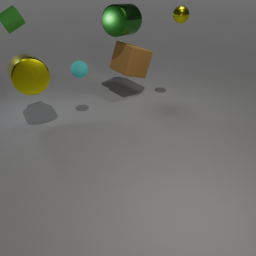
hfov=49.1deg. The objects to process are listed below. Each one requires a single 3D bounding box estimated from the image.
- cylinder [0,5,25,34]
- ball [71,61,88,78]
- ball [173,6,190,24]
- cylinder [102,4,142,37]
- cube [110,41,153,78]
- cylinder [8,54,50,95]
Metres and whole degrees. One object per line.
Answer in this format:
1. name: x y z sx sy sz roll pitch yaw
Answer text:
1. cylinder: -4.125 -3.822 9.878 0.700 0.700 0.700 -38 40 -9
2. ball: -2.005 -2.418 11.553 0.700 0.700 0.700 0 29 0
3. ball: 2.234 -4.771 11.793 0.700 0.700 0.700 0 29 0
4. cylinder: -0.273 -5.090 13.211 1.400 1.400 1.400 18 30 28
5. cube: 0.148 -3.445 14.177 1.400 1.400 1.400 -2 26 -43
6. cylinder: -3.897 -2.120 10.964 1.400 1.400 1.400 -14 26 -23
